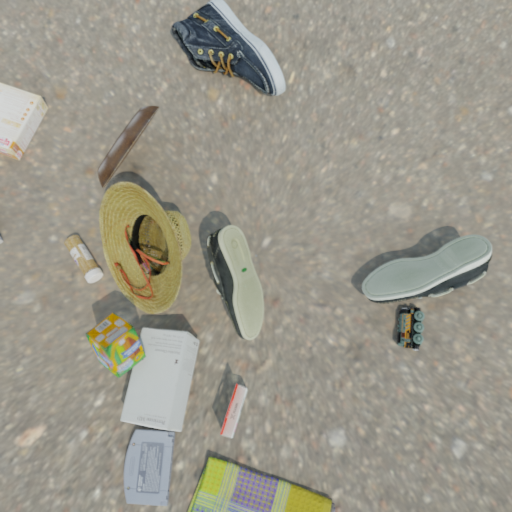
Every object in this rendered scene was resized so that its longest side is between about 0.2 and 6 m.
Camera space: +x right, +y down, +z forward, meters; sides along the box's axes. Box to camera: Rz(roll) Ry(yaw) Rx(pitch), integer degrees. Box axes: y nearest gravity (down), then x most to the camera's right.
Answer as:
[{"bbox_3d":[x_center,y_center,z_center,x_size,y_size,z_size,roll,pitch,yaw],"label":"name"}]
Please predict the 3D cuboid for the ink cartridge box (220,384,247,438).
[{"bbox_3d":[-0.396,2.837,10.232,0.207,0.824,0.949,17,73,5],"label":"ink cartridge box"}]

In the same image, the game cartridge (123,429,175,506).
[{"bbox_3d":[-1.968,3.849,10.229,0.853,0.259,1.280,5,72,-2],"label":"game cartridge"}]

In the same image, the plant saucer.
[{"bbox_3d":[-2.624,-2.255,11.263,0.321,2.004,2.004,36,74,-15],"label":"plant saucer"}]

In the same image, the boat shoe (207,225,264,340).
[{"bbox_3d":[-0.403,0.525,10.427,0.763,0.719,2.125,-14,90,-46],"label":"boat shoe"}]

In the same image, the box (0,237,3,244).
[{"bbox_3d":[-6.186,-1.175,11.672,0.493,0.528,2.547,-36,75,-11],"label":"box"}]

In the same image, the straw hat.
[{"bbox_3d":[-1.871,-0.276,10.824,1.113,2.630,2.630,-24,71,-43],"label":"straw hat"}]

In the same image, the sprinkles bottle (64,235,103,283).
[{"bbox_3d":[-3.505,0.063,11.370,0.348,0.348,1.019,-33,75,-10],"label":"sprinkles bottle"}]

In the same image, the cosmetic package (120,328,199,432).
[{"bbox_3d":[-1.752,2.284,10.360,0.986,0.709,1.747,2,69,17],"label":"cosmetic package"}]

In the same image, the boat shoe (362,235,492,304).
[{"bbox_3d":[3.354,0.446,10.916,2.587,0.781,0.978,-18,45,5],"label":"boat shoe"}]

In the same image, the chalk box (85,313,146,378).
[{"bbox_3d":[-2.455,1.670,9.979,0.642,1.036,0.647,25,53,37],"label":"chalk box"}]

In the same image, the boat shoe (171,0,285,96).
[{"bbox_3d":[-0.645,-4.401,12.485,1.347,1.050,2.967,-33,68,-10],"label":"boat shoe"}]

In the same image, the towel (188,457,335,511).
[{"bbox_3d":[0.025,4.816,9.886,2.533,0.288,1.819,20,74,6],"label":"towel"}]

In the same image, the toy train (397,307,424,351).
[{"bbox_3d":[3.017,1.412,10.950,0.494,0.369,0.867,4,72,11],"label":"toy train"}]

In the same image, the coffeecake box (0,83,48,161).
[{"bbox_3d":[-5.411,-2.942,12.230,1.085,0.516,1.413,20,73,6],"label":"coffeecake box"}]
